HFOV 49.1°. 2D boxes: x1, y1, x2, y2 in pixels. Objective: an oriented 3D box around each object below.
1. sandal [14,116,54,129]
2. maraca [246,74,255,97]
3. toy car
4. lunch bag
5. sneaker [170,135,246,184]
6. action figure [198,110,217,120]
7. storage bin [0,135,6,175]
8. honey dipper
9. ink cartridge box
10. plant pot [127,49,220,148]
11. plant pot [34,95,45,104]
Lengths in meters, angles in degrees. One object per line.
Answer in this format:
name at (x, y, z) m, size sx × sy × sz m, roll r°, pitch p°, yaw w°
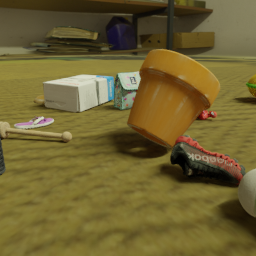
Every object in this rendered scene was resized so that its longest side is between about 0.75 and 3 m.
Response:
sandal at (-3.369, -0.237, 10.170) m, size 1.466 × 0.360 × 0.597 m, roll -16°, pitch 24°, yaw -41°
maraca at (7.352, -2.073, 13.868) m, size 2.876 × 1.538 × 1.972 m, roll 3°, pitch 21°, yaw 0°
toy car at (3.175, 0.850, 4.845) m, size 2.190 × 1.642 × 1.917 m, roll -17°, pitch 25°, yaw -41°
lunch bag at (0.098, -1.727, 12.699) m, size 1.366 × 1.603 × 0.977 m, roll -9°, pitch 20°, yaw -29°
sneaker at (1.753, 0.879, 6.401) m, size 1.817 × 0.642 × 0.888 m, roll 28°, pitch 55°, yaw 25°
action figure at (2.502, -0.983, 11.268) m, size 2.234 × 1.105 × 0.729 m, roll 17°, pitch 25°, yaw 27°
storage bin at (-4.439, 0.555, 6.388) m, size 2.681 × 1.257 × 1.813 m, roll 6°, pitch 19°, yaw 20°
honey dipper at (-3.147, 0.126, 8.852) m, size 2.832 × 0.538 × 0.538 m, roll 4°, pitch 19°, yaw 8°
ink cartridge box at (-2.264, -1.744, 13.371) m, size 2.089 × 1.206 × 2.862 m, roll 10°, pitch 21°, yaw 27°
plant pot at (1.085, -0.685, 8.041) m, size 2.321 × 2.125 × 2.321 m, roll 29°, pitch -6°, yaw 3°
plant pot at (-3.984, -1.492, 14.218) m, size 1.567 × 0.215 × 1.567 m, roll 0°, pitch 18°, yaw 0°
